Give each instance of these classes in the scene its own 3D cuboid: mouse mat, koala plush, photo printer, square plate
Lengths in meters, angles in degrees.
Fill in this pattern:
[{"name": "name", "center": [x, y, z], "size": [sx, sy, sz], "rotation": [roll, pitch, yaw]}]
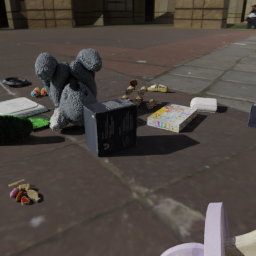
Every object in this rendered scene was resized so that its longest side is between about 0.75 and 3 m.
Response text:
[{"name": "mouse mat", "center": [-3.308, -0.224, 10.066], "size": [1.012, 0.047, 1.257], "rotation": [-23, 30, -37]}, {"name": "koala plush", "center": [-1.851, -1.080, 10.078], "size": [2.407, 2.494, 2.714], "rotation": [-12, 48, -16]}, {"name": "photo printer", "center": [3.069, -0.947, 11.365], "size": [1.018, 0.354, 0.847], "rotation": [7, 28, 14]}, {"name": "square plate", "center": [-4.531, -0.800, 11.173], "size": [1.957, 0.278, 1.939], "rotation": [23, 33, 40]}]

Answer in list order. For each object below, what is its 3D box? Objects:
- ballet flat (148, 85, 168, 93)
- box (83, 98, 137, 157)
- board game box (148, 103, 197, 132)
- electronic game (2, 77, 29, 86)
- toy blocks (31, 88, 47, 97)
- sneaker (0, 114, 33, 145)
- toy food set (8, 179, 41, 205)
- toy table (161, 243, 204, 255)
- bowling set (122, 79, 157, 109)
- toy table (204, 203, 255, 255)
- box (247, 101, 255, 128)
[{"name": "ballet flat", "center": [1.446, -1.942, 13.585], "size": [1.082, 0.341, 0.371], "rotation": [9, 26, 20]}, {"name": "box", "center": [-0.502, -0.058, 8.224], "size": [1.377, 1.354, 0.808], "rotation": [-15, 29, -30]}, {"name": "board game box", "center": [1.661, -0.418, 10.274], "size": [1.193, 0.304, 1.775], "rotation": [14, 28, 29]}, {"name": "electronic game", "center": [-5.888, -2.411, 14.689], "size": [1.277, 0.266, 1.277], "rotation": [7, 23, -3]}, {"name": "toy blocks", "center": [-4.112, -1.623, 12.956], "size": [0.650, 0.283, 0.780], "rotation": [-1, 25, -1]}, {"name": "sneaker", "center": [-4.218, -0.097, 8.781], "size": [2.506, 0.978, 1.067], "rotation": [-1, 24, 0]}, {"name": "toy food set", "center": [-2.373, 1.501, 6.327], "size": [0.519, 0.128, 0.816], "rotation": [-18, 38, -34]}, {"name": "toy table", "center": [0.822, 2.148, 4.132], "size": [0.846, 0.920, 0.539], "rotation": [40, 26, -9]}, {"name": "bowling set", "center": [0.424, -1.501, 11.708], "size": [1.709, 1.189, 0.917], "rotation": [11, 25, 15]}, {"name": "toy table", "center": [1.744, 1.834, 3.715], "size": [1.240, 1.946, 2.117], "rotation": [-8, 31, 22]}, {"name": "box", "center": [5.093, -0.481, 9.798], "size": [1.354, 0.841, 1.365], "rotation": [15, 28, 32]}]
